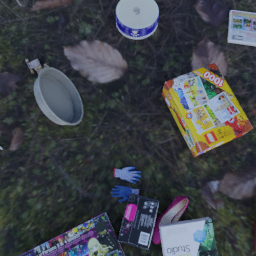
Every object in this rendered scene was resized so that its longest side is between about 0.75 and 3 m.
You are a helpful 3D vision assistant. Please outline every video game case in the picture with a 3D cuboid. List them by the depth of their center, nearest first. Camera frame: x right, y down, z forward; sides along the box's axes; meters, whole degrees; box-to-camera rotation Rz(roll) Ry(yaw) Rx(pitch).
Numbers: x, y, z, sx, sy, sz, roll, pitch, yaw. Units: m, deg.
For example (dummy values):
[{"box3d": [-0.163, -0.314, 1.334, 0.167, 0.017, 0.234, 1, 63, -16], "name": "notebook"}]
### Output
[{"box3d": [-1.462, 4.496, 8.551, 2.982, 0.534, 2.703, -26, 74, -8], "name": "video game case"}, {"box3d": [4.993, -4.083, 11.507, 1.680, 0.199, 1.529, 9, 72, 4], "name": "video game case"}]

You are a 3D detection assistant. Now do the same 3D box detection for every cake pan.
[{"box3d": [-2.389, -1.037, 9.675, 0.398, 2.172, 2.172, -24, 71, 24], "name": "cake pan"}]

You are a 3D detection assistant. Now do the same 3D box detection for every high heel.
[{"box3d": [1.364, 2.920, 8.897, 0.584, 0.832, 1.735, 39, 75, 5], "name": "high heel"}]

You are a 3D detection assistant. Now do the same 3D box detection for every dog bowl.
[{"box3d": [0.368, -4.533, 11.392, 1.748, 0.689, 1.748, 0, 72, 0], "name": "dog bowl"}]

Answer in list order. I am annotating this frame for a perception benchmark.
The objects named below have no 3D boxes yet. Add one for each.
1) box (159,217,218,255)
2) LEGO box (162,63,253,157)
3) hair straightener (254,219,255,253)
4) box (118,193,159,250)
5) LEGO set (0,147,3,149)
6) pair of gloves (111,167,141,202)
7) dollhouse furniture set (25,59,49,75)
[{"box3d": [1.927, 4.018, 8.594, 1.634, 0.411, 2.264, -8, 84, -3], "name": "box"}, {"box3d": [2.714, -0.650, 9.943, 2.015, 1.044, 2.705, -23, 74, -7], "name": "LEGO box"}, {"box3d": [4.469, 2.706, 8.891, 0.533, 1.002, 2.603, 12, 72, 4], "name": "hair straightener"}, {"box3d": [0.342, 2.911, 8.879, 0.981, 0.851, 1.484, 15, 77, 3], "name": "box"}, {"box3d": [-5.808, 0.594, 9.950, 1.946, 0.639, 2.605, -37, 65, -11], "name": "LEGO set"}, {"box3d": [-0.060, 1.922, 9.589, 0.984, 0.139, 1.224, 5, 77, -1], "name": "pair of gloves"}, {"box3d": [-3.565, -2.549, 10.902, 0.706, 0.404, 0.828, -28, 75, -9], "name": "dollhouse furniture set"}]
